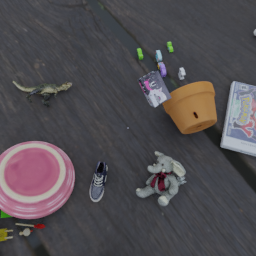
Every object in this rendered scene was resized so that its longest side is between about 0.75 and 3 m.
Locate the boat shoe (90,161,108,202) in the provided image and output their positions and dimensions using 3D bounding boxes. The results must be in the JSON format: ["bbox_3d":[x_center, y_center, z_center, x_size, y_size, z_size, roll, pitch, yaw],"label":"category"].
[{"bbox_3d":[-1.015,1.771,9.476,0.508,0.630,1.359,7,66,3],"label":"boat shoe"}]

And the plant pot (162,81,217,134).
[{"bbox_3d":[2.302,-0.619,9.886,1.863,1.863,1.304,-15,72,-7],"label":"plant pot"}]

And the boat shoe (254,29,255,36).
[{"bbox_3d":[6.343,-4.057,12.067,1.781,0.641,0.610,-2,65,-11],"label":"boat shoe"}]

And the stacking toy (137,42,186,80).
[{"bbox_3d":[1.337,-2.677,11.502,1.501,0.468,1.991,-13,67,-6],"label":"stacking toy"}]

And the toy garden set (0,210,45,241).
[{"bbox_3d":[-3.598,2.806,9.071,1.979,0.395,1.649,-2,76,-15],"label":"toy garden set"}]

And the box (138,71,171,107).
[{"bbox_3d":[0.841,-1.257,8.998,0.656,0.570,0.994,-30,103,-4],"label":"box"}]

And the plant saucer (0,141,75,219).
[{"bbox_3d":[-3.092,1.534,9.152,2.712,0.687,2.712,8,56,-11],"label":"plant saucer"}]

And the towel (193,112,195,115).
[{"bbox_3d":[2.032,-0.764,10.159,0.828,1.121,0.278,41,113,16],"label":"towel"}]

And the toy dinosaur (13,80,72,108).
[{"bbox_3d":[-3.391,-1.388,10.903,2.424,0.575,1.068,2,52,1],"label":"toy dinosaur"}]

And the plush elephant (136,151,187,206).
[{"bbox_3d":[1.141,1.515,9.149,1.691,1.392,1.309,-24,107,-27],"label":"plush elephant"}]

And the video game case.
[{"bbox_3d":[4.993,-0.255,10.523,2.573,0.325,2.824,15,67,6],"label":"video game case"}]
